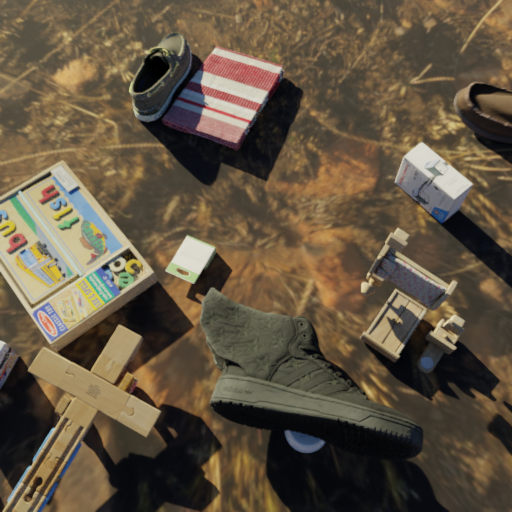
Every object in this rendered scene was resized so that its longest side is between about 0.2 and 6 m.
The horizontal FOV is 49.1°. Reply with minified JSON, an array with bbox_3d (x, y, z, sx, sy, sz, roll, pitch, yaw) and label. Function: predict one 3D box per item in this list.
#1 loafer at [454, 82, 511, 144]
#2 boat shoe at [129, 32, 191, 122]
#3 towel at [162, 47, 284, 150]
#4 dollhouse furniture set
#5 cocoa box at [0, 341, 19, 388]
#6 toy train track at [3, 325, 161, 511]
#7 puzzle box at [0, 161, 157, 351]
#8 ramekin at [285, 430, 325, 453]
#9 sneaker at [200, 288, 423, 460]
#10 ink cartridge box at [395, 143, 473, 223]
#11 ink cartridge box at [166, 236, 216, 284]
[{"bbox_3d":[5.898,-3.022,11.910,3.256,1.156,1.189,24,64,12],"label":"loafer"},{"bbox_3d":[-2.153,-4.245,12.752,0.914,0.764,2.557,11,63,13],"label":"boat shoe"},{"bbox_3d":[-0.695,-3.641,12.749,1.885,0.298,2.617,22,63,13],"label":"towel"},{"bbox_3d":[2.586,0.918,9.202,1.963,2.302,1.124,34,71,13],"label":"dollhouse furniture set"},{"bbox_3d":[-4.727,1.955,9.617,0.694,0.683,1.041,18,64,9],"label":"cocoa box"},{"bbox_3d":[-3.061,3.006,9.179,2.261,0.641,3.942,28,71,6],"label":"toy train track"},{"bbox_3d":[-3.801,-0.124,10.832,2.253,0.430,3.386,-37,69,-17],"label":"puzzle box"},{"bbox_3d":[0.844,2.878,9.327,0.725,0.353,0.725,0,62,0],"label":"ramekin"},{"bbox_3d":[0.767,1.838,9.201,3.987,1.197,2.080,8,51,16],"label":"sneaker"},{"bbox_3d":[3.521,-1.453,11.209,0.573,0.977,1.334,-39,69,-15],"label":"ink cartridge box"},{"bbox_3d":[-1.256,0.100,10.841,0.643,0.212,0.883,23,65,11],"label":"ink cartridge box"}]
